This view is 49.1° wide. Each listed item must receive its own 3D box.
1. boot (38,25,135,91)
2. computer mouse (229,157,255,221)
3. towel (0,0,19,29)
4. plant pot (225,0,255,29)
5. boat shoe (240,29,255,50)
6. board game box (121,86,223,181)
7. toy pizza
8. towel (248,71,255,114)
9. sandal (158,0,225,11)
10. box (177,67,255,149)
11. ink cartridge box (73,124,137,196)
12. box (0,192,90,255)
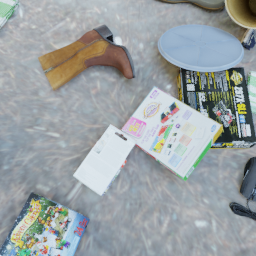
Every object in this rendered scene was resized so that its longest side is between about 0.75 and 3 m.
[{"bbox_3d":[-1.221,-1.836,8.265,2.410,0.825,2.269,-31,73,-10],"label":"boot"},{"bbox_3d":[3.475,1.611,7.188,1.195,0.392,1.702,27,72,11],"label":"computer mouse"},{"bbox_3d":[-4.899,-3.566,9.216,1.802,0.276,2.362,22,72,8],"label":"towel"},{"bbox_3d":[4.034,-3.905,8.386,1.862,1.998,1.862,9,109,26],"label":"plant pot"},{"bbox_3d":[3.921,-2.868,8.956,0.408,0.329,0.880,35,72,-5],"label":"boat shoe"},{"bbox_3d":[1.076,0.083,7.303,2.134,0.430,1.632,36,85,27],"label":"board game box"},{"bbox_3d":[2.135,-2.345,8.374,2.505,0.397,2.505,0,47,0],"label":"toy pizza"},{"bbox_3d":[4.043,-1.013,8.301,1.039,0.159,1.362,11,70,3],"label":"towel"},{"bbox_3d":[1.997,-4.666,9.356,2.750,0.751,1.124,20,71,7],"label":"sandal"},{"bbox_3d":[2.436,-0.595,7.926,1.885,0.582,2.361,-1,70,-2],"label":"box"},{"bbox_3d":[-0.562,0.834,7.359,0.906,0.419,1.663,33,80,12],"label":"ink cartridge box"},{"bbox_3d":[-2.093,2.894,6.540,1.577,0.435,2.309,25,71,-2],"label":"box"}]
